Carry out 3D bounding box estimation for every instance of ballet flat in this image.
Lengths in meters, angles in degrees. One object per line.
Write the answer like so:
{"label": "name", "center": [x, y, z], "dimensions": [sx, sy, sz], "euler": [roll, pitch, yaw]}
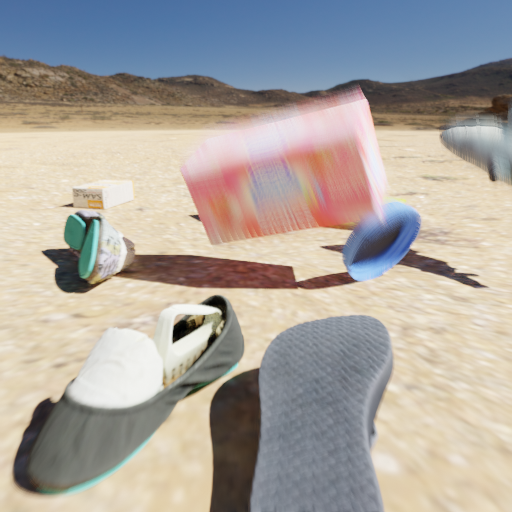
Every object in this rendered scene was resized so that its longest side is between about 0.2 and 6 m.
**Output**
{"label": "ballet flat", "center": [-2.251, -0.174, 8.289], "dimensions": [0.892, 0.892, 2.480], "euler": [-7, 18, -24]}
{"label": "ballet flat", "center": [-0.868, 0.870, 4.461], "dimensions": [0.799, 0.804, 2.350], "euler": [9, 18, 25]}

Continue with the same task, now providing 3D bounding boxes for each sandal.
{"label": "sandal", "center": [0.452, 1.215, 3.962], "dimensions": [1.007, 0.567, 2.649], "euler": [-3, 24, 16]}

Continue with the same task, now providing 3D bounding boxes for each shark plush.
{"label": "shark plush", "center": [3.596, -1.117, 7.956], "dimensions": [0.998, 1.089, 2.396], "euler": [-4, 51, -19]}

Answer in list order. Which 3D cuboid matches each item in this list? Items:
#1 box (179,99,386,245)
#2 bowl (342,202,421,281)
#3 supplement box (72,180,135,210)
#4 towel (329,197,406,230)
{"label": "box", "center": [0.396, -1.095, 7.523], "dimensions": [2.418, 1.241, 1.145], "euler": [-8, 30, 23]}
{"label": "bowl", "center": [1.675, -0.197, 7.557], "dimensions": [1.229, 1.229, 0.241], "euler": [-11, 45, -34]}
{"label": "supplement box", "center": [-3.659, -1.502, 13.516], "dimensions": [0.869, 0.507, 1.379], "euler": [4, 17, 17]}
{"label": "towel", "center": [2.270, -0.981, 12.229], "dimensions": [1.320, 0.277, 3.066], "euler": [12, 19, 26]}
